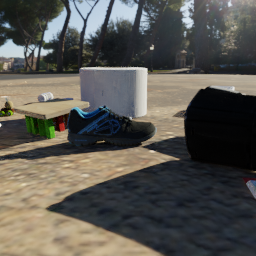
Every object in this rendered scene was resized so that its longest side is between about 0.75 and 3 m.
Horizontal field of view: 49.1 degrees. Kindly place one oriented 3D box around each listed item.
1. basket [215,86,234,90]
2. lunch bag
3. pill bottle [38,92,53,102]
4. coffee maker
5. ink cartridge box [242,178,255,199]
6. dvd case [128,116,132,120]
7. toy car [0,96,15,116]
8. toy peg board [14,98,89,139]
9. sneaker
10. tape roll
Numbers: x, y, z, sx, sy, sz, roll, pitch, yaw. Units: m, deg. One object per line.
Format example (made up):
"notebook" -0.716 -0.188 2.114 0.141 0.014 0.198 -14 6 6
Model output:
"basket" 4.231 -1.364 12.798 1.105 1.006 1.631 5 13 22
"lunch bag" -2.647 -0.650 10.135 1.408 0.895 1.194 -7 15 -7
"pill bottle" -4.396 -1.606 14.873 0.506 0.506 0.889 3 13 11
"coffee maker" 2.407 0.071 5.388 2.515 1.694 2.416 8 16 33
"ink cartridge box" 2.439 0.967 4.818 0.710 0.221 0.883 3 15 8
"dvd case" -0.388 -0.177 9.621 1.103 0.181 1.467 0 14 -3
"toy car" -4.938 -0.908 11.431 0.594 0.752 0.618 -1 13 -6
"toy peg board" -2.313 -0.326 8.672 1.642 0.803 1.635 12 23 39
"sneaker" -0.410 -0.082 7.493 2.424 0.993 0.887 -2 13 -10
"tape roll" -0.587 -1.528 11.554 2.766 1.899 2.766 0 13 0
